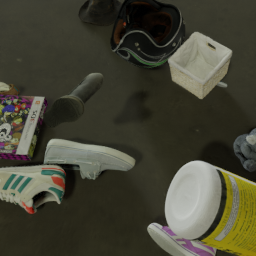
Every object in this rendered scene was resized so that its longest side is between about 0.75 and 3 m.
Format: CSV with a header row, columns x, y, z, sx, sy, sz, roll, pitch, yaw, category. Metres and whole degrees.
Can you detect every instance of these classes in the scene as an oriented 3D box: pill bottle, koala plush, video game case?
x,y,z,sx,sy,sz,roll,pitch,yaw,category
1.654,1.320,4.236,1.973,1.109,1.109,23,54,-17,pill bottle
3.687,0.415,8.042,1.077,1.214,1.116,-24,58,-14,koala plush
-4.027,-0.088,8.863,2.465,0.441,2.235,4,55,2,video game case

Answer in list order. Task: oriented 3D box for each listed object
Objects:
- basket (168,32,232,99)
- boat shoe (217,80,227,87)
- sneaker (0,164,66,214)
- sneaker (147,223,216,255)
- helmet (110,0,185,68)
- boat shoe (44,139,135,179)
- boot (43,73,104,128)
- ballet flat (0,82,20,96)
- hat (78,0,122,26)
x,y,z,sx,sy,sz,roll,pitch,yaw,category
2.441,-2.118,9.572,1.529,1.241,1.543,39,80,25,basket
3.203,-1.707,10.033,0.789,0.284,0.280,27,86,19,boat shoe
-2.851,1.677,7.382,2.427,0.855,1.135,-6,50,-7,sneaker
1.365,2.675,6.926,1.690,0.612,0.964,31,55,11,sneaker
0.762,-3.266,9.870,2.301,2.414,2.414,11,52,-21,helmet
-1.127,1.004,7.934,2.613,0.912,0.931,9,68,10,boat shoe
-0.958,-0.684,5.910,1.400,0.559,1.540,-12,23,45,boot
-4.601,-1.349,9.644,1.630,0.589,0.553,3,55,2,ballet flat
-1.184,-5.490,12.333,2.207,0.890,2.207,1,56,-1,hat
